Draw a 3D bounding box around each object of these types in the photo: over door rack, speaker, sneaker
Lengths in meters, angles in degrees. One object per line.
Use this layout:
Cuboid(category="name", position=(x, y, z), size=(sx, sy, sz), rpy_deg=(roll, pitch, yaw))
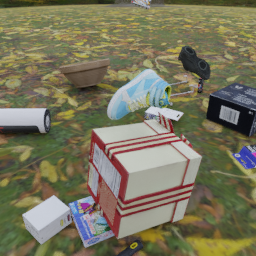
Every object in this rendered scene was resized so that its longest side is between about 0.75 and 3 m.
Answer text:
Cuboid(category="over door rack", position=(2.203, -1.773, 13.867), size=(1.976, 0.658, 1.460), rpy_deg=(-20, 30, 8))
Cuboid(category="speaker", position=(-4.443, -0.290, 11.189), size=(2.482, 1.008, 1.008), rpy_deg=(0, 31, -1))
Cuboid(category="sneaker", position=(2.825, -2.673, 11.988), size=(0.678, 0.810, 1.786), rpy_deg=(-24, 70, -29))
Cuboid(category="sneaker", position=(0.340, -0.629, 6.515), size=(1.601, 0.637, 1.045), rpy_deg=(-45, 56, -10))

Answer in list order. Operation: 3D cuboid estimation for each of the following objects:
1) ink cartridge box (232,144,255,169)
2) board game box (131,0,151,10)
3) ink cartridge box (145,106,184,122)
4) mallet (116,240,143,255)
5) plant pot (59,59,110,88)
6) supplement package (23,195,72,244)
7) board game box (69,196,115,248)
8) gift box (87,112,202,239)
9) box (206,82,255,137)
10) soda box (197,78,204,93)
Cuboid(category="ink cartridge box", position=(4.745, 0.928, 9.836), size=(1.905, 0.353, 0.902), rpy_deg=(-10, 32, -11))
Cuboid(category="board game box", position=(0.544, -5.181, 11.481), size=(0.764, 0.132, 0.483), rpy_deg=(14, 68, -8))
Cuboid(category="ink cartridge box", position=(1.571, -0.530, 12.222), size=(1.506, 0.379, 0.821), rpy_deg=(17, 35, 25))
Cuboid(category="mallet", position=(-0.789, 3.144, 6.025), size=(0.880, 0.550, 2.673), rpy_deg=(19, 30, 35))
Cuboid(category="plant pot", position=(-2.231, -2.907, 15.059), size=(2.684, 1.239, 2.684), rpy_deg=(-8, 16, 2))
Cuboid(category="supplement package", position=(-2.066, 2.340, 7.231), size=(0.740, 0.527, 0.950), rpy_deg=(25, 39, 36))
Cuboid(category="board game box", position=(-0.735, 2.332, 7.485), size=(1.362, 0.281, 1.365), rpy_deg=(-15, 34, -23))
Cuboid(category="gift box", position=(0.343, 1.010, 7.401), size=(2.337, 2.309, 2.503), rpy_deg=(-7, 36, -28))
Cuboid(category="box", position=(4.859, -0.872, 11.919), size=(2.124, 1.247, 2.088), rpy_deg=(-24, 38, -35))
Cuboid(category="soda box", position=(3.812, -2.237, 14.682), size=(0.249, 0.785, 0.278), rpy_deg=(10, 32, 19))
